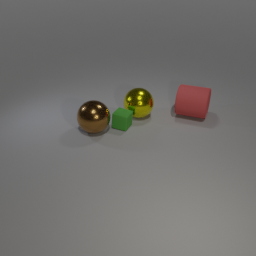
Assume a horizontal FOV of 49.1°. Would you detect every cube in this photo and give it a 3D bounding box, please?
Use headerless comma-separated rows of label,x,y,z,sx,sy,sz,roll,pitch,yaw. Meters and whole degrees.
cube,-0.247,-0.385,12.213,0.700,0.700,0.700,16,33,17

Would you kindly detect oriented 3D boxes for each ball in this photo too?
ball,-1.432,-0.462,11.715,1.400,1.400,1.400,0,31,0
ball,0.491,-1.154,12.893,1.400,1.400,1.400,0,31,0

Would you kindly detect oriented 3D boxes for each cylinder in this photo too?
cylinder,2.996,-1.226,12.908,1.400,1.400,1.400,11,33,19
